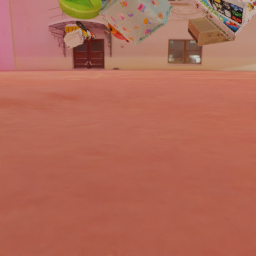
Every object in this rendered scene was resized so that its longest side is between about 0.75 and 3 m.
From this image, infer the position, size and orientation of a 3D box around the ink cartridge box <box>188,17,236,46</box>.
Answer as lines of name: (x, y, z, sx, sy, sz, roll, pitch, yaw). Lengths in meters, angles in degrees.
ink cartridge box: (2.761, -3.244, 9.262, 1.292, 0.485, 1.065, -9, 44, -5)

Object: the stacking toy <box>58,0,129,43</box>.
stacking toy: (-1.074, -3.663, 8.411, 2.474, 1.154, 2.733, -17, 60, -27)

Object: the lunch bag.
lunch bag: (0.121, -2.873, 6.993, 1.309, 0.937, 1.536, 35, -26, -25)

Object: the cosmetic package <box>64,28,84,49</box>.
cosmetic package: (-1.890, -3.170, 9.907, 0.569, 0.409, 1.007, -21, 27, 5)

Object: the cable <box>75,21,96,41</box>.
cable: (-1.518, -3.594, 10.241, 0.542, 0.281, 1.117, -12, 63, -31)

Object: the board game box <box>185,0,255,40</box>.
board game box: (2.166, -3.047, 6.606, 1.717, 1.084, 0.297, 43, -8, 1)
